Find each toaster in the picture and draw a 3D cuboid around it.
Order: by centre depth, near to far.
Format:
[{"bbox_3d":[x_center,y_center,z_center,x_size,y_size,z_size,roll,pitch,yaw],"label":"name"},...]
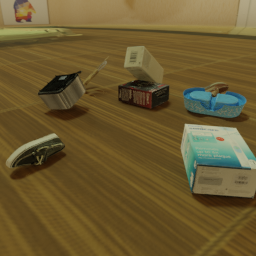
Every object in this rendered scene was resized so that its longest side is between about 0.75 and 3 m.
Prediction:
[{"bbox_3d":[-2.325,-1.369,10.174,1.380,0.819,1.248,1,43,35],"label":"toaster"}]

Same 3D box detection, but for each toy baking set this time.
[{"bbox_3d":[-1.468,-2.404,12.463,1.840,0.214,1.412,-54,18,-25],"label":"toy baking set"}]

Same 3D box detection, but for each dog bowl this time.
[{"bbox_3d":[3.071,-0.915,10.138,2.188,0.542,1.220,10,33,18],"label":"dog bowl"}]

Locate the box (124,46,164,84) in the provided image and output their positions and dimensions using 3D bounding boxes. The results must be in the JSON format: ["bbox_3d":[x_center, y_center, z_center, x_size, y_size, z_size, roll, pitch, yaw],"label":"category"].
[{"bbox_3d":[0.733,-2.507,11.792,0.784,0.943,2.294,5,-12,28],"label":"box"}]

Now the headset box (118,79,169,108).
[{"bbox_3d":[0.697,-1.371,11.100,1.778,0.687,1.323,16,28,35],"label":"headset box"}]

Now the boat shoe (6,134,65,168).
[{"bbox_3d":[-2.225,0.618,6.931,0.496,0.551,1.559,42,41,14],"label":"boat shoe"}]

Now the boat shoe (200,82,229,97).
[{"bbox_3d":[3.302,-1.358,11.176,1.587,0.601,0.570,-17,56,-6],"label":"boat shoe"}]

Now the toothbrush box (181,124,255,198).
[{"bbox_3d":[2.017,0.673,6.422,1.331,0.776,1.819,5,26,1],"label":"toothbrush box"}]
